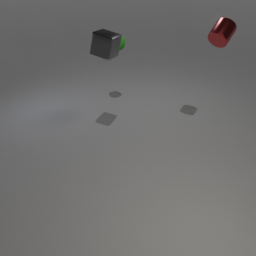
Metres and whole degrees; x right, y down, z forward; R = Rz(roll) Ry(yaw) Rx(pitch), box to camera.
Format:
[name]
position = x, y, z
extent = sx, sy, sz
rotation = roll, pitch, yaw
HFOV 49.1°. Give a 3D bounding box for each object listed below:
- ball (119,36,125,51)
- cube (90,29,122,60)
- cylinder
[ball]
position = -0.454, -3.532, 11.566
extent = 0.700, 0.700, 0.700
rotation = 0, 32, 0
[cube]
position = -0.694, -2.619, 8.762
extent = 0.700, 0.700, 0.700
rotation = 22, 33, 13
[cylinder]
position = 3.122, -3.163, 9.299
extent = 0.700, 0.700, 0.700
rotation = 26, 75, 34
